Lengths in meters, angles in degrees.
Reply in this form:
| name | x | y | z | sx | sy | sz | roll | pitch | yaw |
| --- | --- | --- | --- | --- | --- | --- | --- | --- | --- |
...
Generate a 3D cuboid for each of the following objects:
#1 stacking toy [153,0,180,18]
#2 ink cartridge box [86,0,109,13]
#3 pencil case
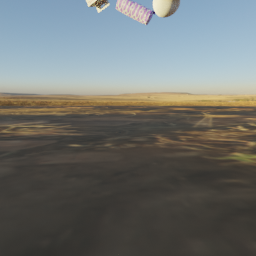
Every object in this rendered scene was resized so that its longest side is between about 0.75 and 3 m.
| name | x | y | z | sx | sy | sz | roll | pitch | yaw |
| --- | --- | --- | --- | --- | --- | --- | --- | --- | --- |
| stacking toy | 0.884 | -2.798 | 4.664 | 1.517 | 1.517 | 2.077 | -2 | -32 | -23 |
| ink cartridge box | -0.926 | -3.719 | 7.701 | 0.536 | 0.925 | 0.309 | -15 | 10 | 45 |
| pencil case | 0.255 | -4.557 | 10.778 | 1.497 | 0.640 | 0.628 | 31 | -28 | 2 |
